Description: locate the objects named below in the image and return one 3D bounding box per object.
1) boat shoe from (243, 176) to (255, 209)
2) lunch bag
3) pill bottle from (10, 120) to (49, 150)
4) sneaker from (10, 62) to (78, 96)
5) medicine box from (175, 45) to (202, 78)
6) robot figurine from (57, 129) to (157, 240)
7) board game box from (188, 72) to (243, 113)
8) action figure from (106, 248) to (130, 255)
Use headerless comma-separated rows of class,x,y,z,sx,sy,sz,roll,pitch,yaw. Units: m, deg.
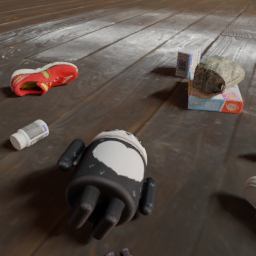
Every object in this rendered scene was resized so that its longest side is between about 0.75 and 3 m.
boat shoe,3.491,1.984,6.026,0.792,0.911,2.471,-16,43,-31
lunch bag,3.518,-1.989,10.817,1.673,1.166,1.403,-27,41,-34
pill bottle,-3.142,0.221,8.949,0.613,0.613,1.078,21,38,29
sneaker,-3.535,-1.976,12.150,2.918,1.124,1.239,-16,49,-12
medicine box,2.964,-3.269,13.711,0.693,1.226,1.346,22,39,29
robot figurine,-0.437,1.161,6.534,1.652,1.989,2.647,-15,28,23
board game box,3.543,-1.563,11.732,2.014,0.531,2.632,6,34,10
action figure,0.139,2.923,4.951,1.020,0.544,1.568,-9,37,-26
